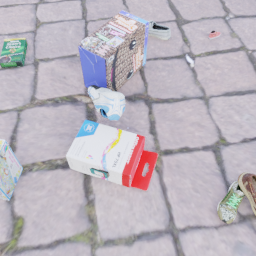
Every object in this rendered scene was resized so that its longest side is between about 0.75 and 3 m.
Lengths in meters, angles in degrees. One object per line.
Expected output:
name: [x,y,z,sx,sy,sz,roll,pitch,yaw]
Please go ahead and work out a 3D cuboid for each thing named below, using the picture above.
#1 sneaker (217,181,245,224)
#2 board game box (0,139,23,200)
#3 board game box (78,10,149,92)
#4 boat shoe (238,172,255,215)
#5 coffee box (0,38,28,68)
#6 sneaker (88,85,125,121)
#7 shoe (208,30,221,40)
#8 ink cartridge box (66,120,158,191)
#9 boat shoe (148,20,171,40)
sneaker: [3.221,2.142,8.524,0.609,0.702,1.585,27,58,18]
board game box: [-3.788,1.302,8.493,0.300,1.751,1.177,8,54,6]
board game box: [-0.510,-2.953,11.332,1.334,2.197,2.755,31,60,20]
boat shoe: [4.016,2.137,8.175,0.694,0.692,1.924,-30,86,-16]
coffee box: [-5.239,-3.470,12.844,1.040,0.372,1.691,-4,54,-3]
sneaker: [-0.855,-0.924,9.768,0.980,0.988,2.727,8,12,-22]
shoe: [4.274,-4.625,13.712,0.759,0.345,0.271,-27,58,-18]
ink cartridge box: [-0.439,0.892,9.301,2.725,0.916,1.583,15,55,10]
boat shoe: [1.228,-4.916,13.717,1.903,0.678,0.664,23,57,16]
